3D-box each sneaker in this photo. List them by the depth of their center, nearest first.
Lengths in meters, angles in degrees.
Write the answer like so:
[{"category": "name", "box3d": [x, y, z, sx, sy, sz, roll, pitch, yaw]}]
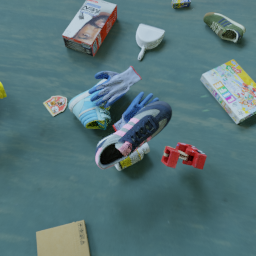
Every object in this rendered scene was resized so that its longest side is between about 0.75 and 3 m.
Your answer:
[{"category": "sneaker", "box3d": [0.167, 0.300, 7.732, 2.607, 1.069, 0.915, -39, 106, 17]}, {"category": "sneaker", "box3d": [-0.771, -0.809, 9.958, 2.349, 0.934, 1.534, -33, 66, -5]}, {"category": "sneaker", "box3d": [3.942, -4.171, 11.717, 1.843, 0.618, 0.828, 27, 62, 9]}]

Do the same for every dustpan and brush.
[{"category": "dustpan and brush", "box3d": [0.736, -3.498, 11.562, 1.162, 0.476, 1.665, 19, 59, 9]}]

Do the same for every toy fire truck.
[{"category": "toy fire truck", "box3d": [1.538, 0.767, 8.186, 1.319, 1.870, 0.456, 15, 98, -8]}]

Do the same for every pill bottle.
[{"category": "pill bottle", "box3d": [0.075, 0.847, 9.257, 1.227, 0.688, 0.688, -27, 67, -13]}]

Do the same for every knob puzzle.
[{"category": "knob puzzle", "box3d": [-2.638, -0.912, 10.427, 0.900, 0.125, 0.900, 0, 64, 0]}]

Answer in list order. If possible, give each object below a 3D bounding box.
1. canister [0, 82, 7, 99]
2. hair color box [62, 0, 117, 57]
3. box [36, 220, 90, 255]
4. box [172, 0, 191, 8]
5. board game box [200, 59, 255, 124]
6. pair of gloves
[{"category": "canister", "box3d": [-4.626, -1.031, 8.870, 1.253, 0.542, 0.930, -27, 24, -29]}, {"category": "hair color box", "box3d": [-1.535, -4.277, 11.702, 1.343, 0.774, 2.422, 21, 67, 9]}, {"category": "box", "box3d": [-1.836, 3.727, 8.057, 1.478, 0.192, 1.809, -12, 60, -6]}, {"category": "box", "box3d": [2.400, -5.638, 12.641, 0.813, 0.261, 0.285, -7, 64, -3]}, {"category": "board game box", "box3d": [4.018, -1.410, 10.515, 1.511, 0.385, 2.248, -27, 67, -13]}, {"category": "pair of gloves", "box3d": [-0.069, -0.967, 9.756, 2.108, 0.299, 2.622, -37, 96, -22]}]
